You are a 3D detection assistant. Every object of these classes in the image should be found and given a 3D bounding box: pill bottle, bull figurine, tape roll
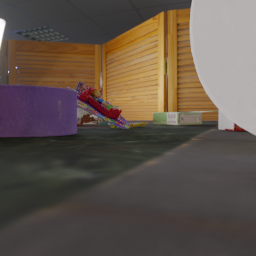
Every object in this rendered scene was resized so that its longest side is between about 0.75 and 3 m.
[{"bbox_3d":[2.005,-0.630,1.933,2.977,1.702,1.702,0,2,-32],"label":"pill bottle"},{"bbox_3d":[-1.822,-0.531,10.773,1.727,0.926,2.845,1,3,-20],"label":"bull figurine"},{"bbox_3d":[-1.891,-0.283,5.094,1.911,0.812,1.911,-1,2,0],"label":"tape roll"}]

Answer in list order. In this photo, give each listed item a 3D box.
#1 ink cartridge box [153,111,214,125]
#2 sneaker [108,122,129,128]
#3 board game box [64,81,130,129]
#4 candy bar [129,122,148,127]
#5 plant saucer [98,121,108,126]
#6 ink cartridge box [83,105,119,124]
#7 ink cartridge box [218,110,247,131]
[{"bbox_3d":[2.759,-0.482,12.966,2.646,0.634,1.925,-1,2,-29],"label":"ink cartridge box"},{"bbox_3d":[-0.279,-0.145,8.070,0.295,0.291,0.772,-10,-3,37],"label":"sneaker"},{"bbox_3d":[-0.745,-0.705,7.579,2.086,0.406,1.648,26,14,-21],"label":"board game box"},{"bbox_3d":[0.308,-0.117,9.597,0.300,0.133,1.205,0,3,29],"label":"candy bar"},{"bbox_3d":[-0.705,-0.194,11.320,1.064,0.191,1.064,0,3,0],"label":"plant saucer"},{"bbox_3d":[-1.817,-0.666,13.922,2.220,0.933,1.615,1,2,31],"label":"ink cartridge box"},{"bbox_3d":[2.928,-0.201,6.651,1.266,0.525,0.929,0,2,-3],"label":"ink cartridge box"}]
